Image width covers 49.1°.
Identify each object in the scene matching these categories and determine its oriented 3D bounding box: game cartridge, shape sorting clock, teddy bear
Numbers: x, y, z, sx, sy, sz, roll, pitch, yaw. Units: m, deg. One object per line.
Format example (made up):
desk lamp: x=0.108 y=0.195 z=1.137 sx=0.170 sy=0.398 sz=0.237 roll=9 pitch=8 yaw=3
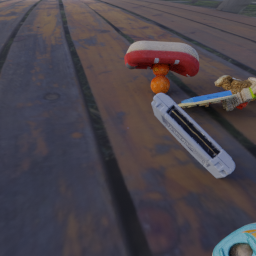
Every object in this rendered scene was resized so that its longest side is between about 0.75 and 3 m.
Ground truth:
game cartridge: x=1.296 y=0.193 z=5.812 sx=0.410 sy=1.334 sz=2.005 roll=-41 pitch=76 yaw=-5
shape sorting clock: x=2.319 y=-0.797 z=8.352 sx=1.673 sy=0.328 sz=1.673 roll=-11 pitch=1 yaw=0
teddy bear: x=3.684 y=-1.317 z=9.312 sx=1.607 sy=0.537 sz=1.165 roll=17 pitch=29 yaw=11

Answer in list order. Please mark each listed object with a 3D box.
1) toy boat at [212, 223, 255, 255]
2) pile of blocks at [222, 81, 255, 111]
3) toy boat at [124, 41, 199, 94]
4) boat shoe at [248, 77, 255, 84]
toy boat: x=1.809 y=1.876 z=3.669 sx=1.201 sy=0.664 sz=1.429 roll=-35 pitch=32 yaw=6
pile of blocks: x=3.537 y=-0.847 z=8.291 sx=0.637 sy=1.553 sz=0.482 roll=9 pitch=61 yaw=-35
toy boat: x=1.161 y=-1.990 z=9.656 sx=2.562 sy=1.674 sz=1.672 roll=1 pitch=2 yaw=-6
boat shoe: x=4.870 y=-1.590 z=9.815 sx=0.648 sy=0.608 sz=1.757 roll=-9 pitch=26 yaw=-15
